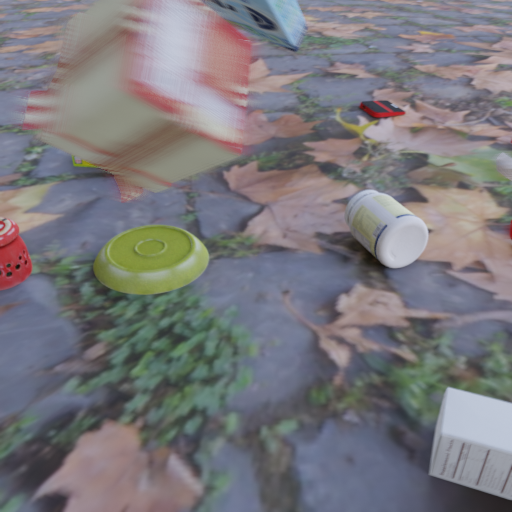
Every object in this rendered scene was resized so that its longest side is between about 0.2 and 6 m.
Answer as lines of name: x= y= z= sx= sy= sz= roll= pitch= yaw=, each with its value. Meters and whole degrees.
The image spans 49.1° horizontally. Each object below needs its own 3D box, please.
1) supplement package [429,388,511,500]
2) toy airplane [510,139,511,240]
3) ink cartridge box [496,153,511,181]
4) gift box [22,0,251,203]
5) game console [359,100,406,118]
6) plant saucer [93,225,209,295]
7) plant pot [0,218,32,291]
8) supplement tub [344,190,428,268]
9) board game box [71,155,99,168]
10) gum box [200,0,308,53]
supplement package: x=2.485 y=1.979 z=5.806 sx=1.186 sy=0.695 sz=0.693 roll=12 pitch=35 yaw=18
toy airplane: x=3.459 y=-1.100 z=6.384 sx=0.476 sy=2.589 sz=2.589 roll=2 pitch=33 yaw=-7
ink cartridge box: x=4.194 y=-1.367 z=9.089 sx=0.588 sy=0.149 sz=0.667 roll=43 pitch=9 yaw=24
gift box: x=-1.383 y=-1.820 z=6.531 sx=1.907 sy=1.885 sz=2.042 roll=-11 pitch=61 yaw=42
game console: x=3.514 y=-4.119 z=15.697 sx=0.972 sy=0.171 sz=1.099 roll=-6 pitch=34 yaw=-16
plant saucer: x=-1.740 y=-0.038 z=9.284 sx=1.898 sy=0.295 sz=1.898 roll=1 pitch=33 yaw=0
plant pot: x=-4.109 y=-0.052 z=8.779 sx=0.974 sy=0.887 sz=0.974 roll=-1 pitch=35 yaw=0
supplement tub: x=2.134 y=-0.485 z=9.368 sx=0.932 sy=0.932 sz=1.286 roll=-12 pitch=35 yaw=-18
board game box: x=-3.568 y=-2.571 z=13.073 sx=0.837 sy=0.392 sz=1.648 roll=5 pitch=33 yaw=7
gum box: x=-0.309 y=-3.892 z=8.282 sx=1.847 sy=0.484 sz=2.174 roll=27 pitch=9 yaw=12
